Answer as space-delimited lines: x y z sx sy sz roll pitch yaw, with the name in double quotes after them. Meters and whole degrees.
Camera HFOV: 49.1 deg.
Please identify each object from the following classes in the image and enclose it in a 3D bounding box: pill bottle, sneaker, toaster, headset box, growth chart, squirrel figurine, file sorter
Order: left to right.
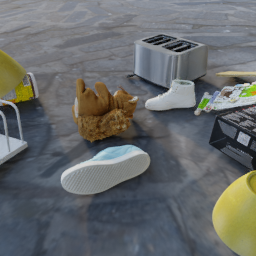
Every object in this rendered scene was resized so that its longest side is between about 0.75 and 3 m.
-4.031 0.226 7.140 1.572 1.410 2.265 14 29 20 "file sorter"
-4.216 -1.371 10.076 1.767 0.965 0.965 -16 38 -22 "pill bottle"
-0.613 0.965 6.970 2.243 0.829 0.919 -10 24 -25 "sneaker"
-0.595 -0.461 8.692 1.954 1.482 2.094 -2 48 -20 "squirrel figurine"
1.611 -2.753 11.539 2.646 1.570 2.392 -27 42 -33 "toaster"
1.419 -1.189 9.600 1.738 1.005 0.640 -6 36 6 "sneaker"
3.739 -1.141 9.614 2.689 0.238 1.946 -11 25 28 "growth chart"
3.801 0.197 7.581 2.524 0.975 1.878 -14 35 -34 "headset box"

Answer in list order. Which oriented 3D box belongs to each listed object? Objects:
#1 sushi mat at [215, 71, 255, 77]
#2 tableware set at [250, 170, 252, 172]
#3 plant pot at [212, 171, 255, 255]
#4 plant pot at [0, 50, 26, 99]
5.020 -2.103 10.897 1.392 0.176 2.911 -18 19 -41 "sushi mat"
3.864 1.028 7.200 1.541 0.179 1.287 9 30 13 "tableware set"
2.670 1.574 5.601 1.705 1.210 1.705 0 35 0 "plant pot"
-5.003 -1.989 9.607 2.359 1.675 2.359 -20 35 15 "plant pot"
